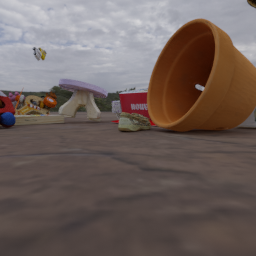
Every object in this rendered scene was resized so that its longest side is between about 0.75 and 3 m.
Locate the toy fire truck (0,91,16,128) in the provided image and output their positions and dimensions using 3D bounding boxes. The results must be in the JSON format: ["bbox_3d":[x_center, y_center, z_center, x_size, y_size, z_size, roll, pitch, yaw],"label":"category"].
[{"bbox_3d":[-4.571,-0.694,8.135,2.356,1.573,2.806,38,17,18],"label":"toy fire truck"}]

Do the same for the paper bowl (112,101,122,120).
[{"bbox_3d":[0.149,-0.842,13.492,1.849,0.961,1.849,0,4,0],"label":"paper bowl"}]

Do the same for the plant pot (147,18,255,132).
[{"bbox_3d":[2.048,-1.113,7.340,1.963,2.804,2.804,16,-3,-23],"label":"plant pot"}]

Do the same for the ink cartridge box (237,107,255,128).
[{"bbox_3d":[4.636,-0.519,8.349,2.484,1.044,1.813,3,5,39],"label":"ink cartridge box"}]

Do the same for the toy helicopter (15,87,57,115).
[{"bbox_3d":[-4.555,-0.956,12.701,1.732,1.033,2.619,35,23,-3],"label":"toy helicopter"}]

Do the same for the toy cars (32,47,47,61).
[{"bbox_3d":[-3.239,-2.782,10.381,0.262,0.530,1.182,-25,14,5],"label":"toy cars"}]

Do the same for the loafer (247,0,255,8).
[{"bbox_3d":[2.812,-2.263,5.127,0.688,0.693,1.904,-11,26,8],"label":"loafer"}]

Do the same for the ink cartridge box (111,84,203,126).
[{"bbox_3d":[1.005,-0.912,10.746,2.476,1.183,2.821,-16,13,-37],"label":"ink cartridge box"}]

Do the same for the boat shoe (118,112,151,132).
[{"bbox_3d":[0.234,-0.191,7.677,0.581,0.496,1.584,2,4,22],"label":"boat shoe"}]

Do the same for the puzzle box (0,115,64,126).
[{"bbox_3d":[-4.009,-0.329,10.797,2.595,0.330,1.727,-4,5,-44],"label":"puzzle box"}]

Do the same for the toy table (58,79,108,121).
[{"bbox_3d":[-1.933,-1.098,11.821,2.355,1.379,2.165,10,-5,-38],"label":"toy table"}]

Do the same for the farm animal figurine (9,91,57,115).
[{"bbox_3d":[-5.019,-0.960,14.462,2.612,1.313,2.109,-8,-11,-41],"label":"farm animal figurine"}]
